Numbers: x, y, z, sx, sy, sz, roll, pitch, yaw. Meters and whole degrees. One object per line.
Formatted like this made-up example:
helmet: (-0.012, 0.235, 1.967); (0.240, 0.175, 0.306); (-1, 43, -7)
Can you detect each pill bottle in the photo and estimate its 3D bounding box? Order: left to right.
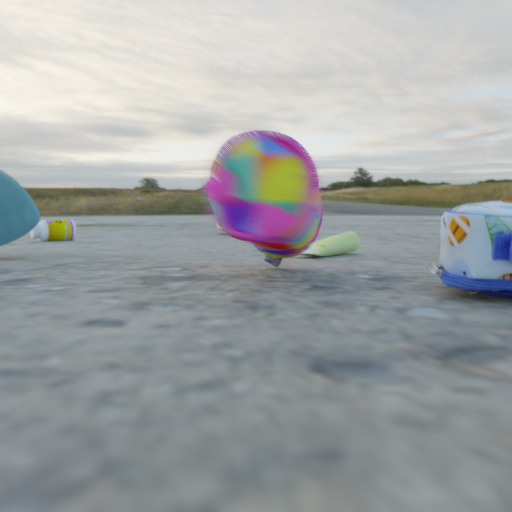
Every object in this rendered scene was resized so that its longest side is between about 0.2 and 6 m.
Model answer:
pill bottle: (-4.430, -0.549, 12.213); (0.897, 0.468, 0.468); (-4, 6, -36)

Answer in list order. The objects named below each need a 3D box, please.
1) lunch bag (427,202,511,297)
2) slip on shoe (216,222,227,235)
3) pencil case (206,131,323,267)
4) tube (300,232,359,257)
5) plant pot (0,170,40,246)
lunch bag: (2.528, -0.033, 4.667); (2.097, 0.792, 1.680); (2, 8, 17)
slip on shoe: (-0.273, -0.963, 14.729); (1.049, 0.867, 2.832); (-4, 5, -23)
pencil case: (0.160, -0.510, 5.840); (1.079, 1.079, 2.441); (1, -6, 6)
tube: (1.107, -0.138, 8.535); (1.279, 0.332, 0.371); (-14, -31, -45)
plant pot: (-3.793, -0.753, 7.760); (1.295, 0.872, 1.295); (-6, 31, 4)
